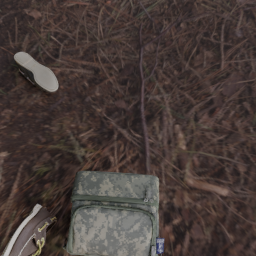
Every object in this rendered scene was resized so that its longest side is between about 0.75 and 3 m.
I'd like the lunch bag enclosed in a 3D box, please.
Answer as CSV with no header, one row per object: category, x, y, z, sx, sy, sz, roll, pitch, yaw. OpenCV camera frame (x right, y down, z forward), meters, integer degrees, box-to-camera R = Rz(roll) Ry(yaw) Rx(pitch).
lunch bag,-0.277,2.052,6.436,2.145,1.495,1.799,5,63,1

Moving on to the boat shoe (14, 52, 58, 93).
boat shoe,-2.945,-1.732,9.133,1.952,0.556,0.653,42,63,15

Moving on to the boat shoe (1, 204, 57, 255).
boat shoe,-2.067,2.340,6.026,0.650,2.183,0.784,31,93,-5
